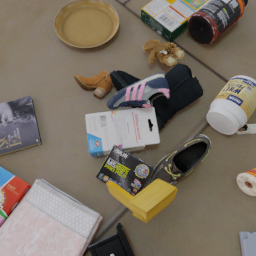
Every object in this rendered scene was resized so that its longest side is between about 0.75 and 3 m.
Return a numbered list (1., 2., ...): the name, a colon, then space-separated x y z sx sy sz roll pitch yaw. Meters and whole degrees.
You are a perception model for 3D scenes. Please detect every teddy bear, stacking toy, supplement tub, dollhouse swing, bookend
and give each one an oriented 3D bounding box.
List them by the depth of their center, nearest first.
1. bookend: -0.762 4.308 8.033 2.273 1.054 2.288 -22 68 -9
2. dollhouse swing: 0.422 1.965 8.729 1.557 1.713 1.506 -36 65 -14
3. stacking toy: 4.342 1.633 9.458 1.197 0.875 0.875 -32 69 -30
4. supplement tub: 3.833 -0.821 10.110 1.365 1.365 1.891 36 70 14
5. teddy bear: 1.418 -2.996 11.292 1.793 0.599 1.300 17 70 31
6. supplement tub: 3.889 -4.823 11.845 2.712 1.451 1.451 -41 72 -18

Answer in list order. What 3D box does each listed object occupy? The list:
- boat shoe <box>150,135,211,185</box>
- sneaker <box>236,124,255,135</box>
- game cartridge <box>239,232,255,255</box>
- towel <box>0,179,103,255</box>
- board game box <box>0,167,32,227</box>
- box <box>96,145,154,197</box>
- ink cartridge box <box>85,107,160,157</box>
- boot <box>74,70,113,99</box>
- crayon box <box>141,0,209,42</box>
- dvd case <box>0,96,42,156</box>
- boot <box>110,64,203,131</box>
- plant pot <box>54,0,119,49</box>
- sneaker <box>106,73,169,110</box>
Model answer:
1. boat shoe: 1.608 1.165 9.048 2.520 0.759 0.898 -45 83 13
2. sneaker: 4.484 0.014 10.274 0.981 0.415 0.357 -12 65 -7
3. game cartridge: 4.705 4.024 8.501 2.425 0.504 1.615 2 70 1
4. towel: -2.540 3.212 8.583 2.773 0.447 2.649 23 68 23
5. board game box: -4.440 2.382 9.229 1.549 0.408 2.025 27 69 11
6. box: -0.103 1.449 9.228 1.534 0.340 1.229 31 94 -4
7. ink cartridge box: -0.200 0.128 9.913 2.429 0.824 1.398 -7 75 -3
8. boot: -1.292 -1.919 11.070 1.456 0.537 1.127 37 72 2
9. crayon box: 2.197 -5.268 12.413 2.863 0.738 1.800 -41 72 -15
10. dvd case: -4.791 0.053 10.357 2.809 0.224 2.088 -17 68 -7
11. boot: 1.095 -1.634 10.576 2.461 1.119 2.930 -41 79 -12
12. plant pot: -1.788 -4.536 12.292 2.828 0.389 2.828 0 66 1
13. sneaker: 0.327 -0.980 9.369 2.228 0.782 0.914 -26 77 18
